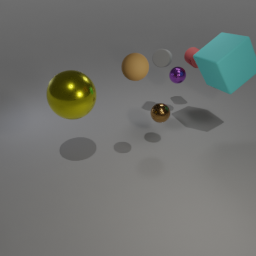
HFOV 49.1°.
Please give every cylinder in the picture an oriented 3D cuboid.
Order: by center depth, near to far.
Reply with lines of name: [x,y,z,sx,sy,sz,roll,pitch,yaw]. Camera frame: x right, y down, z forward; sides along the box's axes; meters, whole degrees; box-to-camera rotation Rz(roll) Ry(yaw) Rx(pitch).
cylinder: [1.370,-2.768,11.111,0.700,0.700,0.700,8,15,14]
cylinder: [2.845,-2.982,11.866,0.700,0.700,0.700,-8,33,-13]

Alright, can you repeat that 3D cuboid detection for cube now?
cube: [3.441,-2.289,9.826,1.400,1.400,1.400,-39,32,-2]

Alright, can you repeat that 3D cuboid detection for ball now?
ball: [0.181,-1.549,7.118,0.700,0.700,0.700,0,31,0]
ball: [-1.595,-0.935,7.965,1.400,1.400,1.400,0,31,0]
ball: [1.139,-0.530,9.857,0.700,0.700,0.700,0,31,0]
ball: [2.066,-2.201,11.663,0.700,0.700,0.700,0,31,0]
